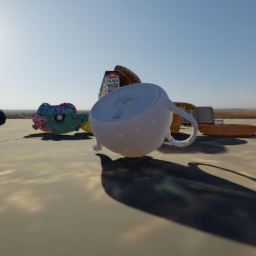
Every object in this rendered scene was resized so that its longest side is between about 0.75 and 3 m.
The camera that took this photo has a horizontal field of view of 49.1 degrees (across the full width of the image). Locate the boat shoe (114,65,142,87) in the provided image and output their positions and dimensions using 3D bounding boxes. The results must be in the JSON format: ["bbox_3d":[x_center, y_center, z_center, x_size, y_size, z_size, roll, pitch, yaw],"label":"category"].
[{"bbox_3d":[0.072,-1.434,10.823,0.894,0.848,2.361,18,-22,39],"label":"boat shoe"}]

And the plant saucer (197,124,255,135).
[{"bbox_3d":[2.572,0.035,7.281,1.599,0.258,1.599,0,1,0],"label":"plant saucer"}]

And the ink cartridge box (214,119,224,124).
[{"bbox_3d":[4.035,-0.262,13.479,1.091,0.324,0.567,-2,3,-32],"label":"ink cartridge box"}]

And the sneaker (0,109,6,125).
[{"bbox_3d":[-7.137,-0.517,13.925,1.014,0.877,2.340,-5,0,20],"label":"sneaker"}]

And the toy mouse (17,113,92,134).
[{"bbox_3d":[-1.895,-0.122,7.634,2.713,0.525,2.411,1,2,37],"label":"toy mouse"}]

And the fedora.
[{"bbox_3d":[0.948,-0.258,7.643,1.971,0.804,1.971,0,0,0],"label":"fedora"}]

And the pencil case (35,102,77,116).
[{"bbox_3d":[-3.927,-0.825,15.247,2.700,1.248,1.149,4,35,45],"label":"pencil case"}]

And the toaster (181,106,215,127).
[{"bbox_3d":[3.026,-0.532,12.873,1.499,0.890,1.356,-2,2,-10],"label":"toaster"}]

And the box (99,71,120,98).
[{"bbox_3d":[-0.718,-1.018,10.353,0.465,1.474,2.679,-1,-5,-10],"label":"box"}]

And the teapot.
[{"bbox_3d":[0.100,-0.011,3.230,1.001,0.741,1.014,-30,31,-15],"label":"teapot"}]

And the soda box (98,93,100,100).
[{"bbox_3d":[-0.989,-0.799,12.358,0.503,1.484,0.475,2,3,40],"label":"soda box"}]
